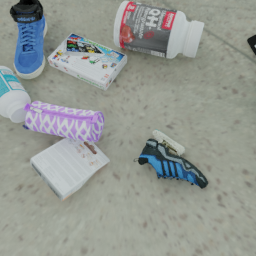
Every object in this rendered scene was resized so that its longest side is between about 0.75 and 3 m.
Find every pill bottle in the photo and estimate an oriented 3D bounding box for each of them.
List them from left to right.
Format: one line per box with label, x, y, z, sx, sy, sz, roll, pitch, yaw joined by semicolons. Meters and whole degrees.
pill bottle;-3.641;-0.993;8.528;0.999;0.999;1.803;-32;64;-17
pill bottle;1.045;-3.258;9.523;2.808;1.554;1.554;15;61;9

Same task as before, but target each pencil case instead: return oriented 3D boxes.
pencil case;-1.786;-0.229;7.861;2.236;0.956;0.938;9;56;13

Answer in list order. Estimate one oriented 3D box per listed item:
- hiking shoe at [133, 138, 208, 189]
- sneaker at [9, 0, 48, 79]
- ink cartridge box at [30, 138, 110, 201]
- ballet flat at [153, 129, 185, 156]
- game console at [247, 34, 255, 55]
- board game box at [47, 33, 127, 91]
hiking shoe;1.188;1.121;7.590;1.984;0.738;0.860;34;89;17
sneaker;-3.405;-3.199;9.439;1.130;1.638;2.944;1;60;0
ink cartridge box;-1.581;0.967;7.783;1.399;0.432;1.724;44;50;17
ballet flat;1.114;0.441;8.045;1.113;0.399;0.399;33;65;18
game console;5.121;-2.881;10.141;1.097;0.726;1.247;-27;58;19
board game box;-1.382;-2.335;9.653;2.319;0.401;1.464;26;63;14
